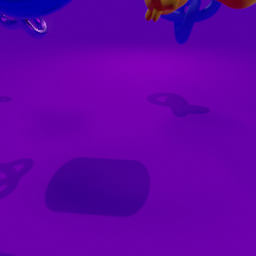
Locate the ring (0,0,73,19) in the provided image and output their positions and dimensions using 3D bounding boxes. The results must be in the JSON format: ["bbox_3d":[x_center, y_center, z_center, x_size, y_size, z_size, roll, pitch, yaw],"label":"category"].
[{"bbox_3d":[-1.277,-2.361,3.542,1.907,1.907,0.381,6,4,10],"label":"ring"}]

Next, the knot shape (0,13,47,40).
[{"bbox_3d":[-2.180,-2.209,5.318,1.135,0.560,1.213,24,-5,21],"label":"knot shape"}]

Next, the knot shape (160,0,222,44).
[{"bbox_3d":[1.671,-3.589,8.397,0.909,1.967,1.841,23,11,-44],"label":"knot shape"}]

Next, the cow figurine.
[{"bbox_3d":[0.879,-1.626,3.085,1.366,1.344,0.750,24,16,-20],"label":"cow figurine"}]
